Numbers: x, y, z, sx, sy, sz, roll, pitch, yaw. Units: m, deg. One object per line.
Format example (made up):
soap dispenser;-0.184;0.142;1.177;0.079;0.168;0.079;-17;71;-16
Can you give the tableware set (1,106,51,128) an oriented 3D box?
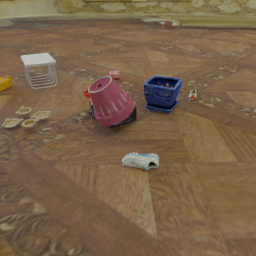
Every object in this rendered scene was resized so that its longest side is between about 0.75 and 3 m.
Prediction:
tableware set;-4.123;-0.418;11.430;1.774;0.206;1.482;5;34;17

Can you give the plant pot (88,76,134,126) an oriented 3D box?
plant pot;-0.711;-1.058;10.203;1.517;1.358;1.517;-19;36;15

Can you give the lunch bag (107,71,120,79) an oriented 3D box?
lunch bag;-0.862;-3.199;16.825;0.761;0.354;0.864;2;29;3

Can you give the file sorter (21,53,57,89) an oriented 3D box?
file sorter;-5.017;-3.269;15.861;1.560;1.400;2.249;-13;31;-22

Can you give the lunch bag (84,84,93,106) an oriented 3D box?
lunch bag;-1.146;-1.461;11.829;1.380;0.642;1.567;-6;29;-8

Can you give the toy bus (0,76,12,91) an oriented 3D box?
toy bus;-6.857;-2.341;15.069;0.626;0.520;1.599;13;31;22

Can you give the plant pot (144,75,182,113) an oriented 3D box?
plant pot;1.574;-1.508;12.722;1.447;1.301;1.447;11;30;21

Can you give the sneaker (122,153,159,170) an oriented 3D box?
sneaker;0.411;1.096;8.856;1.216;0.456;0.527;-3;34;-5

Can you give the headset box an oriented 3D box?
headset box;-0.601;-0.720;11.875;1.384;0.718;1.860;-19;35;-29

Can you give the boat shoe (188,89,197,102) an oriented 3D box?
boat shoe;3.216;-1.588;13.878;0.390;0.343;1.097;10;31;15
